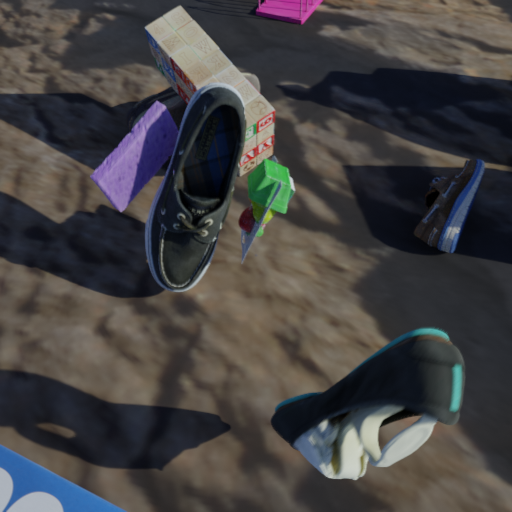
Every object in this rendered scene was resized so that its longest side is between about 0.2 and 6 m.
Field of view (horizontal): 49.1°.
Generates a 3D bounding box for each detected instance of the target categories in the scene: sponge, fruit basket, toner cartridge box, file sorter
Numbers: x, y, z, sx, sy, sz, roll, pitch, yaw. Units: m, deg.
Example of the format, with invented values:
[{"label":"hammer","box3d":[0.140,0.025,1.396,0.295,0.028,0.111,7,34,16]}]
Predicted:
[{"label":"sponge","box3d":[-1.410,-1.177,6.741,0.184,0.687,1.231,32,76,24]},{"label":"fruit basket","box3d":[0.072,-0.596,7.168,0.539,1.150,1.065,15,27,-10]},{"label":"toner cartridge box","box3d":[-1.491,3.160,4.472,4.371,0.944,2.076,21,50,12]},{"label":"file sorter","box3d":[0.867,-6.434,13.217,1.176,1.062,1.693,19,51,16]}]

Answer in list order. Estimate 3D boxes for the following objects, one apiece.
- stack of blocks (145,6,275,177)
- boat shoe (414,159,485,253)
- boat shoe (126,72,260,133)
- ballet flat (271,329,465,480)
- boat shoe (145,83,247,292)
[{"label":"stack of blocks","box3d":[-0.723,-2.622,9.057,0.706,1.388,2.411,-36,76,-10]},{"label":"boat shoe","box3d":[2.948,-0.897,8.530,0.691,0.690,1.911,21,51,20]},{"label":"boat shoe","box3d":[-1.153,-2.798,10.048,2.616,0.974,0.959,-26,53,-23]},{"label":"ballet flat","box3d":[0.819,1.441,4.857,0.822,2.418,0.827,12,55,-23]},{"label":"boat shoe","box3d":[-0.757,-0.703,6.802,0.942,2.743,0.777,10,22,-16]}]
